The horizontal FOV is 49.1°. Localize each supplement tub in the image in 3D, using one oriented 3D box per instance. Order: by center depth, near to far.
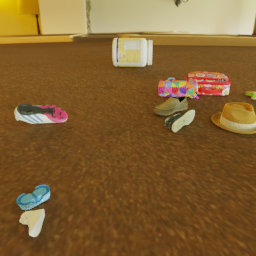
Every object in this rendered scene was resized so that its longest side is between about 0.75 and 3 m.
[{"bbox_3d":[0.345,-5.525,20.476,2.829,2.057,2.057,1,24,3],"label":"supplement tub"}]

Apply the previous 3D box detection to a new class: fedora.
[{"bbox_3d":[4.166,-0.481,10.534,1.984,0.809,1.984,0,24,0],"label":"fedora"}]

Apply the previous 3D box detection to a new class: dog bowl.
[{"bbox_3d":[-2.150,1.603,6.447,0.773,0.192,0.431,-26,35,-32],"label":"dog bowl"}]

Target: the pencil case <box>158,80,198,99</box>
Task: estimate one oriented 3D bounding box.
[{"bbox_3d":[2.461,-1.890,13.704,1.991,0.880,0.880,6,24,13],"label":"pencil case"}]

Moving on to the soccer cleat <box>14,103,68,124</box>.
[{"bbox_3d":[-3.341,-0.495,10.762,1.946,0.840,0.680,8,57,-29],"label":"soccer cleat"}]

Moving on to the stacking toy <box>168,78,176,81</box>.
[{"bbox_3d":[2.621,-2.029,14.369,1.360,0.746,0.789,26,24,26],"label":"stacking toy"}]

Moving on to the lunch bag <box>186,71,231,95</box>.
[{"bbox_3d":[4.119,-2.248,14.559,2.240,0.918,1.973,4,29,11],"label":"lunch bag"}]

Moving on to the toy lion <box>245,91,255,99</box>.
[{"bbox_3d":[6.440,-1.668,13.909,1.063,0.365,1.019,5,16,10],"label":"toy lion"}]

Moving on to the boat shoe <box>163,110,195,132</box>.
[{"bbox_3d":[1.983,-0.376,10.550,0.555,0.590,1.643,25,36,36],"label":"boat shoe"}]

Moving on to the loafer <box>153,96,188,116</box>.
[{"bbox_3d":[1.815,-0.987,11.925,1.802,0.608,0.685,-17,29,-34],"label":"loafer"}]

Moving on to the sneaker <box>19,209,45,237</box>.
[{"bbox_3d":[-2.001,1.947,5.699,0.443,0.282,0.767,-5,16,-2],"label":"sneaker"}]
